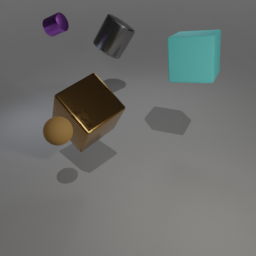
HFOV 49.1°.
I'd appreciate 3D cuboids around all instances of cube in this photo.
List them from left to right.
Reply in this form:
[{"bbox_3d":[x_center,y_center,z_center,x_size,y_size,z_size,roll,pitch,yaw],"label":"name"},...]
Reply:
[{"bbox_3d":[-1.172,-0.427,8.061,1.400,1.400,1.400,-37,81,-29],"label":"cube"},{"bbox_3d":[2.138,-2.305,8.965,1.400,1.400,1.400,5,26,24],"label":"cube"}]

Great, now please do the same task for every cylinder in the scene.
[{"bbox_3d":[-2.731,-3.898,10.577,0.700,0.700,0.700,-10,26,28],"label":"cylinder"},{"bbox_3d":[-0.618,-4.024,12.360,1.400,1.400,1.400,28,24,-14],"label":"cylinder"}]

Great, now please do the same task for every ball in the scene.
[{"bbox_3d":[-1.676,0.072,6.715,0.700,0.700,0.700,0,33,0],"label":"ball"}]
